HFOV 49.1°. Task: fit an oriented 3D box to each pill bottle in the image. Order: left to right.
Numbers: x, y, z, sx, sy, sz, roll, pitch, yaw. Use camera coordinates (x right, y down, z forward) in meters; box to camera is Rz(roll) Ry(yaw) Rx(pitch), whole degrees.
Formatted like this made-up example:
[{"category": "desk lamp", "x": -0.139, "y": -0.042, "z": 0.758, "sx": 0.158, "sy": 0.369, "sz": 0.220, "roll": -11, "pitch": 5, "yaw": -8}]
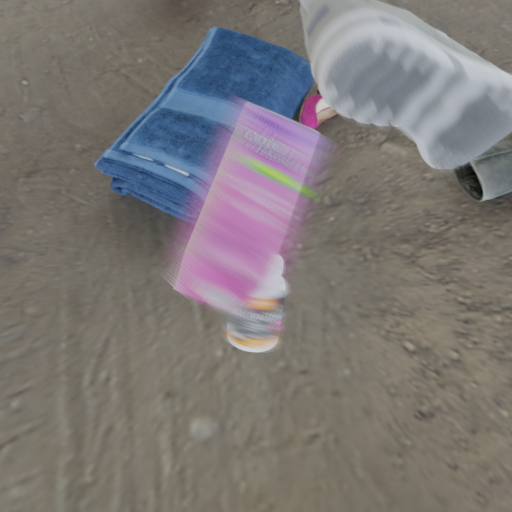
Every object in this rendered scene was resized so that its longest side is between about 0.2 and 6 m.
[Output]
[{"category": "pill bottle", "x": 0.002, "y": 0.377, "z": 4.769, "sx": 0.466, "sy": 0.801, "sz": 0.466, "roll": 5, "pitch": 28, "yaw": -2}]

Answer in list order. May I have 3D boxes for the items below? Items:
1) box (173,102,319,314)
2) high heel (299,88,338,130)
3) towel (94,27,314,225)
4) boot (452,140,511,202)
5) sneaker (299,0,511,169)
[{"category": "box", "x": -0.095, "y": -0.269, "z": 3.792, "sx": 0.526, "sy": 0.957, "sz": 1.088, "roll": 21, "pitch": 70, "yaw": -6}, {"category": "high heel", "x": 1.350, "y": -2.698, "z": 10.367, "sx": 0.784, "sy": 0.551, "sz": 1.635, "roll": 11, "pitch": 40, "yaw": 21}, {"category": "towel", "x": -0.703, "y": -2.432, "z": 9.870, "sx": 2.314, "sy": 1.006, "sz": 4.145, "roll": 22, "pitch": 56, "yaw": 15}, {"category": "boot", "x": 4.326, "y": -1.883, "z": 9.732, "sx": 2.104, "sy": 0.763, "sz": 1.913, "roll": -17, "pitch": 53, "yaw": -4}, {"category": "sneaker", "x": 1.820, "y": -2.002, "z": 6.078, "sx": 3.402, "sy": 1.271, "sz": 1.395, "roll": 13, "pitch": 48, "yaw": -45}]
